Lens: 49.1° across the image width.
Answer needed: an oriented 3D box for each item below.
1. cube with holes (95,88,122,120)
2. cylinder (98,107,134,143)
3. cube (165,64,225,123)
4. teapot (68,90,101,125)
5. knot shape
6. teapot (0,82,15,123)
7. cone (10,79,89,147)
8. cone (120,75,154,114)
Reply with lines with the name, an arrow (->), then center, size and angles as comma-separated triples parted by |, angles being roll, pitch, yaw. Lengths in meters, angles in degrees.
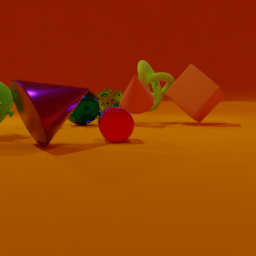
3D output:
cube with holes -> -0.761, -0.852, 10.422 | 0.888, 0.888, 0.888 | 16, 43, 41
cylinder -> -0.275, -0.090, 5.988 | 0.719, 0.719, 0.719 | -1, 6, -8
cube -> 2.392, -1.175, 9.908 | 1.339, 1.339, 1.339 | 47, 14, 22
teapot -> -1.536, -0.674, 9.286 | 2.012, 1.251, 0.985 | 18, 8, -33
knot shape -> 0.779, -1.425, 10.438 | 1.884, 1.763, 0.871 | 33, -10, -32
teapot -> -3.094, -0.535, 6.583 | 0.841, 1.068, 1.718 | 31, -13, -12
cone -> -1.308, -0.521, 5.416 | 1.344, 1.339, 1.339 | -29, 21, -29
cone -> 0.262, -1.258, 8.982 | 1.155, 1.155, 1.159 | -3, -39, 4
